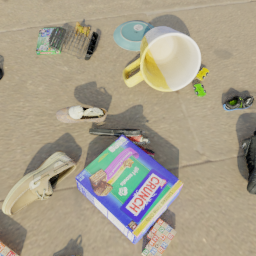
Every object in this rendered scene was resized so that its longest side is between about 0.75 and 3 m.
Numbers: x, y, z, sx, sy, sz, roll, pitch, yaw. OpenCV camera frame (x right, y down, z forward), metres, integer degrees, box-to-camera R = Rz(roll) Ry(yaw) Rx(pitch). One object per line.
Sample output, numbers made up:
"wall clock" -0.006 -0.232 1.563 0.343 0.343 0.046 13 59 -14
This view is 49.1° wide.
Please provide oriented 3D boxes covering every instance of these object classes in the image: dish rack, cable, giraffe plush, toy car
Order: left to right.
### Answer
"dish rack" -2.416 -3.852 12.364 2.000 0.546 1.534 18 56 -12
"giraffe plush" -2.121 -4.592 13.153 0.626 0.666 0.771 14 22 -3
"cable" -0.341 0.294 9.737 2.225 1.081 0.560 0 87 6
"toy car" 2.746 -1.770 11.413 1.512 0.337 1.423 -12 58 -7

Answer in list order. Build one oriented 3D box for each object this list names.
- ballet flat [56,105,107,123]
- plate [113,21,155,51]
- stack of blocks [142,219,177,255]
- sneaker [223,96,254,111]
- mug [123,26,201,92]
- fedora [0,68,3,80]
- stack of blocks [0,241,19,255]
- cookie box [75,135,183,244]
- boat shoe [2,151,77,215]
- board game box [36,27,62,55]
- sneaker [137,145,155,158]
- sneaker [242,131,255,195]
"ballet flat" -1.552 -0.533 9.749 1.851 0.622 0.630 -3 70 -35
"plate" 0.378 -4.447 13.169 2.160 0.276 2.160 -1 57 1
"stack of blocks" 0.849 3.298 8.155 0.629 0.320 1.093 33 64 20
"sneaker" 4.303 -0.995 10.794 1.272 0.527 0.451 -13 60 -8
"mug" 1.165 -2.918 11.015 2.775 2.222 2.278 -3 35 -5
"fedora" -5.867 -2.351 11.643 1.241 0.567 1.241 0 57 0
"stack of blocks" -3.903 3.576 7.920 1.409 0.413 0.811 27 61 16
"cookie box" 0.025 1.810 8.723 2.548 0.957 2.179 38 63 21
"boat shoe" -2.721 1.802 8.801 0.828 0.920 2.550 34 58 21
"board game box" -3.604 -4.023 12.917 1.070 0.231 1.590 -2 57 -2
"sneaker" 0.451 0.856 9.730 0.934 0.349 0.377 21 17 25
"sneaker" 4.294 0.968 9.349 1.258 0.924 2.781 28 58 20
